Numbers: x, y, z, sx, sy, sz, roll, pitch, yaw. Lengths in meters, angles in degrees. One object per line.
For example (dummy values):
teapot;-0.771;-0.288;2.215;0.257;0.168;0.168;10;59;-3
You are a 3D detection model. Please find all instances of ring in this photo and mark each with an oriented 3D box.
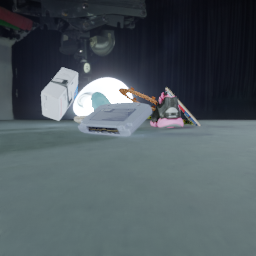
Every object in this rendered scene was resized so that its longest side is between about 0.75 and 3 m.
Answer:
ring;0.567;-1.074;10.563;2.006;0.192;2.006;25;-4;2

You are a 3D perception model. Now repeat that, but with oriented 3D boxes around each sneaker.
sneaker;1.265;-0.602;9.399;0.964;1.164;2.441;-6;2;-5

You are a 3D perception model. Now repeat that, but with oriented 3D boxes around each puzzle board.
puzzle board;2.037;-0.769;10.701;0.160;1.844;1.390;-41;-3;6

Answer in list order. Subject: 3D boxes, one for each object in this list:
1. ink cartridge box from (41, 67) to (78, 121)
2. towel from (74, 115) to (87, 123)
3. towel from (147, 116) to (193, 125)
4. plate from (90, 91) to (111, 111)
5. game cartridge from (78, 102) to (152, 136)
ink cartridge box;-2.854;-1.441;11.880;0.789;1.354;1.872;19;48;5
towel;-0.743;-0.225;7.751;1.313;0.226;0.870;-3;-11;16
towel;1.776;-0.304;11.745;2.041;0.184;0.878;6;-4;-39
plate;-1.007;-0.846;11.600;1.477;1.477;0.189;2;28;48
game cartridge;-0.233;-0.196;5.338;1.319;0.270;0.878;4;40;40
